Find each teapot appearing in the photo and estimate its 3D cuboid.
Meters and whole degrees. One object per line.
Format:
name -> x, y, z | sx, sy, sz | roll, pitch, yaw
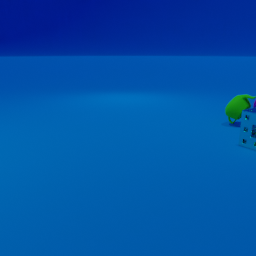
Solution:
teapot -> 2.996, -0.540, 7.478 | 0.705, 1.133, 0.555 | -25, 60, -34

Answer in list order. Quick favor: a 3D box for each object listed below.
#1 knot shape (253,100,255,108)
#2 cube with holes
knot shape -> 4.229, -0.465, 7.260 | 1.814, 0.896, 1.939 | 9, 11, 29
cube with holes -> 2.945, 0.025, 5.903 | 0.786, 0.786, 0.786 | -11, 19, -35
